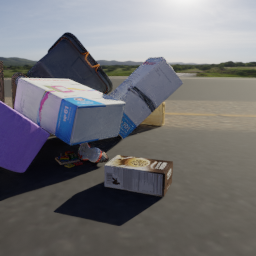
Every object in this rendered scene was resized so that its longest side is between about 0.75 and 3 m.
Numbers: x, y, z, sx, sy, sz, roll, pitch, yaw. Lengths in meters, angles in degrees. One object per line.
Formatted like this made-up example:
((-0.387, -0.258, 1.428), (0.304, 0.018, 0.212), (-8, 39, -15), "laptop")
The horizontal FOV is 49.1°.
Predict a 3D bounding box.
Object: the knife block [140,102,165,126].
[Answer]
((-0.127, -0.665, 10.596), (2.315, 0.844, 2.637), (-5, 15, -19), "knife block")

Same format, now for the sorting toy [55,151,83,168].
((-1.365, 0.668, 6.329), (0.443, 0.155, 0.918), (-8, 15, -29), "sorting toy")

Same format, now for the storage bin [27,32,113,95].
((-2.080, -1.768, 10.066), (1.964, 2.699, 1.813), (-24, 22, 43), "storage bin")

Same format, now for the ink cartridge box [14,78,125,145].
((-1.385, -0.490, 6.557), (2.115, 0.895, 1.529), (24, 20, 33), "ink cartridge box")

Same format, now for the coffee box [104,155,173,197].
((0.201, 0.824, 5.010), (1.098, 0.438, 0.620), (5, 14, 20), "coffee box")

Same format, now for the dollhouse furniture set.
((-2.688, -0.937, 8.151), (2.627, 2.140, 2.498), (3, 7, 36), "dollhouse furniture set")

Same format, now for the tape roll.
((-2.918, -0.276, 5.252), (2.807, 0.921, 2.807), (31, -10, 6), "tape roll")

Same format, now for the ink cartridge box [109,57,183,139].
((0.266, -1.003, 8.721), (2.423, 1.040, 1.774), (-42, 17, 1), "ink cartridge box")

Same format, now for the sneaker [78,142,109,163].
((-0.790, 0.607, 6.386), (0.435, 0.409, 1.061), (24, -2, -34), "sneaker")
